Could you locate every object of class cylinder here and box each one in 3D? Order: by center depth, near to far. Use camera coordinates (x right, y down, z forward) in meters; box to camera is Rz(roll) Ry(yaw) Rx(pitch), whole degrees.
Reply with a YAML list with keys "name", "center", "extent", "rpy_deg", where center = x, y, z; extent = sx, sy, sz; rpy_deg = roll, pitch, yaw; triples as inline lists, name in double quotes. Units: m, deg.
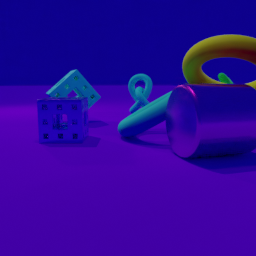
- name: "cylinder"
  center: [1.343, -0.129, 4.475]
  extent: [1.146, 1.146, 1.146]
  rpy_deg: [-3, 10, -16]

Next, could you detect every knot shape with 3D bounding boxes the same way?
- name: "knot shape"
  center: [0.432, -1.079, 10.193]
  extent: [0.693, 1.501, 1.404]
  rpy_deg: [-4, -28, -16]

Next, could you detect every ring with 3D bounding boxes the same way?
- name: "ring"
  center: [0.594, -0.357, 5.979]
  extent: [1.819, 0.364, 1.819]
  rpy_deg: [-30, 4, 3]
- name: "ring"
  center: [2.221, -1.207, 6.065]
  extent: [2.097, 0.419, 2.097]
  rpy_deg: [16, -20, 6]

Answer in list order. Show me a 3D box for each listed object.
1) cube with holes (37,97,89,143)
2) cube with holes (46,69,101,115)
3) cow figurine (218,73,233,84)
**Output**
- name: "cube with holes"
  center: [-1.302, -0.189, 5.781]
  extent: [0.848, 0.848, 0.848]
  rpy_deg: [0, 9, 0]
- name: "cube with holes"
  center: [-1.608, -0.951, 8.137]
  extent: [1.018, 1.018, 1.018]
  rpy_deg: [-44, 20, -9]
- name: "cow figurine"
  center: [2.826, -0.839, 7.742]
  extent: [0.690, 1.237, 1.257]
  rpy_deg: [-36, -17, 21]
